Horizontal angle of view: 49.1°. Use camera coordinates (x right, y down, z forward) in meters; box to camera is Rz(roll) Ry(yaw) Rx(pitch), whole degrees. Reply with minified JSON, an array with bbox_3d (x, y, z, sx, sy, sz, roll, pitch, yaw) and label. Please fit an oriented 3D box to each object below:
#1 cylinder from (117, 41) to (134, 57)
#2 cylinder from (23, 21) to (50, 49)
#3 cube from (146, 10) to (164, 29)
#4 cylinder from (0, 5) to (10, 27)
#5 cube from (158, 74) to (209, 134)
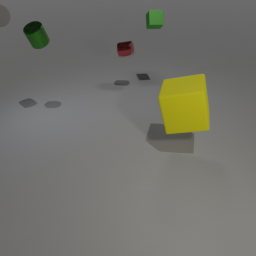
[{"bbox_3d":[-0.116,-3.901,13.844,0.700,0.700,0.700,-3,30,17],"label":"cylinder"},{"bbox_3d":[-3.277,-3.327,10.047,0.700,0.700,0.700,-6,57,9],"label":"cylinder"},{"bbox_3d":[1.277,-5.167,13.360,0.700,0.700,0.700,-4,5,-8],"label":"cube"},{"bbox_3d":[-4.469,-3.840,9.503,0.700,0.700,0.700,-25,37,-34],"label":"cylinder"},{"bbox_3d":[1.890,-0.793,9.249,1.400,1.400,1.400,-6,31,19],"label":"cube"}]
